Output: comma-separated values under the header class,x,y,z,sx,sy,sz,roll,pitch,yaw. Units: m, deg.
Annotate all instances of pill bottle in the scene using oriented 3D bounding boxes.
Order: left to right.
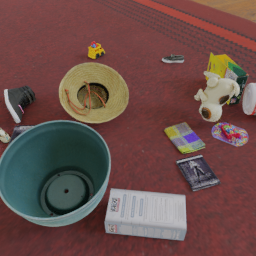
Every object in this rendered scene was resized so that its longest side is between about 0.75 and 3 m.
class,x,y,z,sx,sy,sz,roll,pitch,yaw
pill bottle,6.063,-1.129,11.467,2.305,1.313,1.313,4,42,5

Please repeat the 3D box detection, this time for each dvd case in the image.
class,x,y,z,sx,sy,sz,roll,pitch,yaw
dvd case,-3.267,0.902,10.006,2.168,0.233,2.915,-2,42,-2
dvd case,2.337,1.476,9.458,0.992,0.107,1.334,-12,44,-13

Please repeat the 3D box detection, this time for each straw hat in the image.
class,x,y,z,sx,sy,sz,roll,pitch,yaw
straw hat,-1.486,-1.196,11.490,2.870,1.215,2.870,7,63,-15

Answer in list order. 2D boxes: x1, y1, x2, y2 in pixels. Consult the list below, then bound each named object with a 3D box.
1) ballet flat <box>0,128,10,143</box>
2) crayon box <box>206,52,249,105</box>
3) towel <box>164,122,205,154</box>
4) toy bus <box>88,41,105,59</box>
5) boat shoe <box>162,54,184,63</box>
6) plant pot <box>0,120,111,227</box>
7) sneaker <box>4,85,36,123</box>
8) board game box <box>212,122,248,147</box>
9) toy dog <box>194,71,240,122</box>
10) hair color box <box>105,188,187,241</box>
class,x,y,z,sx,sy,sz,roll,pitch,yaw
ballet flat,-4.942,0.144,10.743,1.235,0.385,0.416,26,48,26
crayon box,4.384,-2.317,12.679,0.589,1.473,2.320,-10,43,-12
towel,2.137,0.354,10.671,1.058,0.168,1.473,-14,43,-16
toy bus,-1.755,-4.372,15.449,0.613,0.868,0.904,29,48,30
boat shoe,2.441,-3.796,15.125,1.188,0.421,0.428,-1,42,-1
plant pot,-1.870,1.498,7.904,2.885,1.933,2.885,0,52,0
sneaker,-4.453,-1.116,11.795,1.174,0.837,2.368,-21,41,-15
board game box,3.982,0.127,10.850,1.385,0.270,1.094,25,48,25
toy dog,3.426,-1.080,10.872,1.215,1.742,1.689,12,13,-46
hair color box,0.509,2.434,7.948,2.181,0.661,1.080,5,44,5
